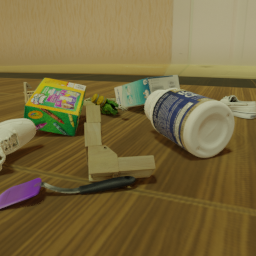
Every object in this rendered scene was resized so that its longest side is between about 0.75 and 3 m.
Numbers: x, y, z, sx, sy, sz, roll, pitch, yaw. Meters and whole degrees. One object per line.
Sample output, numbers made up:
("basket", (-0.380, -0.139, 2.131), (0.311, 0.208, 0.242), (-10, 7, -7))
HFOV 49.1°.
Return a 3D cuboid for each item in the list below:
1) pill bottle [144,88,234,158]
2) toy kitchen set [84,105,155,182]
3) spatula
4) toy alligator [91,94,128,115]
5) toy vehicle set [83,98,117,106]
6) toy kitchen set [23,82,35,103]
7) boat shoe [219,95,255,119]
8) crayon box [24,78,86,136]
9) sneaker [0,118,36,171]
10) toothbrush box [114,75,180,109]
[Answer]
("pill bottle", (1.561, -0.323, 8.087), (1.502, 1.502, 2.705), (-7, 20, -23))
("toy kitchen set", (-0.279, 0.441, 6.397), (1.384, 1.534, 1.252), (-3, -25, -9))
("spatula", (-1.151, 1.158, 5.432), (2.656, 0.273, 0.751), (-3, 16, -11))
("toy alligator", (-0.866, -0.874, 11.780), (0.905, 0.656, 2.731), (28, 1, -30))
("toy vehicle set", (-1.298, -1.309, 14.096), (1.664, 0.221, 1.034), (3, 16, 9))
("toy kitchen set", (-4.695, -1.844, 14.407), (1.183, 1.070, 1.312), (-9, 18, -28))
("boat shoe", (4.447, -1.016, 12.044), (0.884, 0.785, 2.403), (-11, 19, -34))
("crayon box", (-2.473, -0.845, 9.917), (1.657, 0.813, 2.791), (11, 27, -8))
("sneaker", (-3.059, 0.524, 6.739), (1.414, 0.901, 2.447), (16, 32, 40))
("toothbrush box", (0.839, -1.585, 12.527), (1.805, 1.051, 2.465), (-13, 4, -35))
